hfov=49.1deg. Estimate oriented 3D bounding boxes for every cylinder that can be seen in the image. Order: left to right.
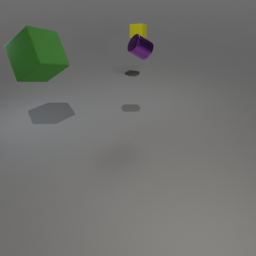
[{"bbox_3d":[0.454,-2.947,10.202,0.700,0.700,0.700,21,19,-31],"label":"cylinder"}]

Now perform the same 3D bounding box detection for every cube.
[{"bbox_3d":[-3.232,-2.570,10.006,1.400,1.400,1.400,-24,-5,32],"label":"cube"},{"bbox_3d":[0.542,-5.104,14.823,0.700,0.700,0.700,6,15,25],"label":"cube"}]
